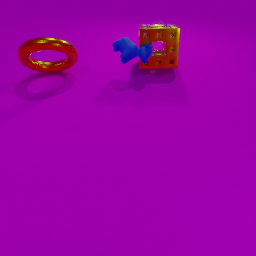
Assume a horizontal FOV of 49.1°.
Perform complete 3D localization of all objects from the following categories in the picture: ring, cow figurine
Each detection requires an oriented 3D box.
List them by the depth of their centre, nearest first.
[{"bbox_3d":[0.183,-2.564,9.113,1.113,0.621,1.131,-31,76,-4],"label":"cow figurine"},{"bbox_3d":[-2.608,-2.356,9.202,1.948,1.948,0.390,-5,76,-7],"label":"ring"}]

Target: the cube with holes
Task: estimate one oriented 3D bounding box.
[{"bbox_3d":[1.049,-2.909,9.907,1.310,1.310,1.310,-1,25,1],"label":"cube with holes"}]
